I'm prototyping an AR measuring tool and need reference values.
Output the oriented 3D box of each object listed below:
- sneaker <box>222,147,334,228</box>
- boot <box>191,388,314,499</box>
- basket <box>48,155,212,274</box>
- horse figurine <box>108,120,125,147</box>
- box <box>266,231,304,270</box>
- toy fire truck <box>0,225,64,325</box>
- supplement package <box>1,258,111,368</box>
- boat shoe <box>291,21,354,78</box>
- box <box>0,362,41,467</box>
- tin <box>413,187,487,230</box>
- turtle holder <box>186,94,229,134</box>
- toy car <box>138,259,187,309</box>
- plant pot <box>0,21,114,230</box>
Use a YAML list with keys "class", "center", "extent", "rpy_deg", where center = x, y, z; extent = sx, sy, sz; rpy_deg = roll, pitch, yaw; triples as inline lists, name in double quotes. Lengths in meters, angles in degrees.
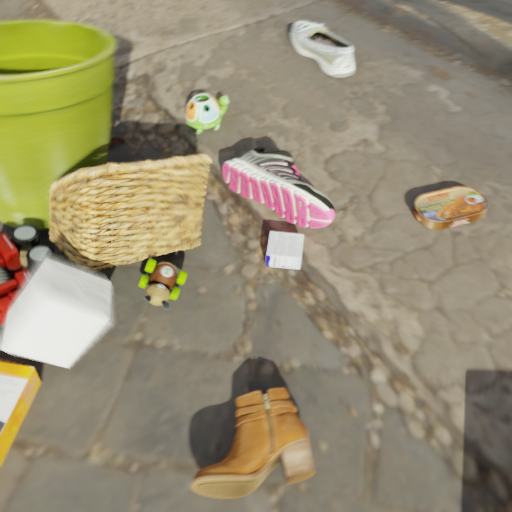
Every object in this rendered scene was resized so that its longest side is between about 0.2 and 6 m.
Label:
- class: "sneaker"
  center: [0.600, -1.515, 11.360]
  extent: [2.674, 0.986, 1.170]
  rpy_deg: [29, 60, 30]
- class: "boot"
  center: [-0.131, 2.541, 7.813]
  extent: [1.732, 0.664, 1.345]
  rpy_deg: [-10, 49, -11]
- class: "basket"
  center: [-2.283, -1.097, 9.857]
  extent: [2.521, 1.878, 1.799]
  rpy_deg: [-16, 38, -38]
- class: "horse figurine"
  center: [-3.838, -2.870, 13.011]
  extent: [1.523, 0.380, 1.009]
  rpy_deg: [25, 63, 14]
- class: "box"
  center: [0.536, -0.103, 10.476]
  extent: [0.657, 0.345, 0.605]
  rpy_deg: [6, 51, 5]
- class: "toy fire truck"
  center: [-4.316, 0.668, 9.359]
  extent: [2.026, 1.304, 1.783]
  rpy_deg: [-24, 51, -33]
- class: "supplement package"
  center: [-2.987, 0.896, 8.419]
  extent: [1.071, 1.376, 0.763]
  rpy_deg: [25, 35, -32]
- class: "boat shoe"
  center: [1.846, -5.921, 15.524]
  extent: [1.015, 0.883, 2.753]
  rpy_deg: [-17, 50, -15]
- class: "box"
  center: [-4.302, 2.643, 7.855]
  extent: [1.521, 0.530, 2.555]
  rpy_deg: [8, 50, 6]
- class: "tin"
  center: [3.921, -0.971, 11.349]
  extent: [1.521, 0.318, 0.852]
  rpy_deg: [-13, 53, -12]
- class: "turtle holder"
  center: [-1.154, -3.428, 13.312]
  extent: [1.044, 0.741, 0.793]
  rpy_deg: [-3, 47, -3]
- class: "toy car"
  center: [-1.623, 0.565, 9.444]
  extent: [0.706, 0.678, 0.860]
  rpy_deg: [22, 26, -12]
- class: "plant pot"
  center: [-4.129, -2.326, 10.458]
  extent: [3.296, 3.174, 3.296]
  rpy_deg: [1, 37, -1]
